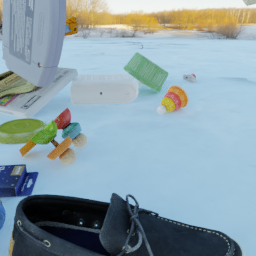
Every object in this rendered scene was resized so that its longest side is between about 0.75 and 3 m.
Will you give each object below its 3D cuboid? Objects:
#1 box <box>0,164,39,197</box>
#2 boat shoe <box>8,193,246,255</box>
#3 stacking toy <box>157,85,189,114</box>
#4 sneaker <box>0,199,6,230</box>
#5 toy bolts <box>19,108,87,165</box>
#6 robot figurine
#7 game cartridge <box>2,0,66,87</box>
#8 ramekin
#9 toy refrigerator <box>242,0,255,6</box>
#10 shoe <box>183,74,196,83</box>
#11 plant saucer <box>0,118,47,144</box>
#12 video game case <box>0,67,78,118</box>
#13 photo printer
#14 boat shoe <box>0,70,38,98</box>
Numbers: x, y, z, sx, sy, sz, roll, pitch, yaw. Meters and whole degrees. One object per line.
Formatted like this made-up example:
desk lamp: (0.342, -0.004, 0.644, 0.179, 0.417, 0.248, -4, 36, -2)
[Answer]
box: (-2.468, 0.985, 5.210, 1.435, 0.233, 0.869, -1, 21, -7)
boat shoe: (-0.063, 1.341, 3.378, 2.910, 0.906, 1.086, 4, 20, 8)
stacking toy: (1.371, -0.830, 9.365, 1.200, 0.877, 0.877, -35, 38, -30)
sneaker: (-2.868, 1.318, 3.201, 1.258, 1.138, 2.954, 24, 32, 38)
toy bolts: (-1.588, 0.360, 6.422, 1.339, 0.972, 1.402, -35, 12, 35)
robot figurine: (-2.782, -3.156, 8.592, 2.244, 0.653, 1.627, -21, 43, -36)
game cartridge: (-2.329, -2.577, 6.823, 1.909, 2.863, 0.579, 33, 33, 30)
ramekin: (0.802, -2.366, 11.695, 1.843, 0.900, 1.843, 31, 14, -8)
toy refrigerator: (2.716, -3.590, 6.296, 0.676, 0.734, 1.933, -12, 47, 10)
shoe: (3.189, -2.504, 13.901, 0.501, 0.393, 1.101, -10, 19, -13)
plant saucer: (-2.908, 0.028, 7.642, 1.531, 0.238, 1.531, -1, 22, 0)
video game case: (-3.481, -1.400, 9.916, 2.454, 0.309, 2.693, 12, 47, 28)
photo printer: (-0.865, -1.533, 10.735, 2.516, 0.874, 2.094, -3, 22, -7)
boat shoe: (-4.383, -1.527, 9.403, 2.814, 0.885, 1.026, -10, 40, 6)
